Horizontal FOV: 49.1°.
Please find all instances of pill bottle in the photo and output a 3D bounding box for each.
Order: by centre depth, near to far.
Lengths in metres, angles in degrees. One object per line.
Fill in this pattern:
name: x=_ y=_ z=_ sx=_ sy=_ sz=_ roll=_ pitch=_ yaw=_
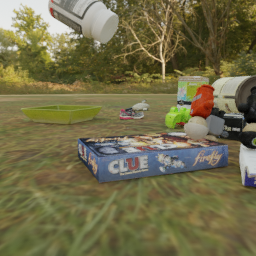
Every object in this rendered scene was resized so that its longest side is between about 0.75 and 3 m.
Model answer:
pill bottle: x=-1.452 y=-3.739 z=9.246 sx=2.127 sy=1.211 sz=1.211 roll=34 pitch=17 yaw=12

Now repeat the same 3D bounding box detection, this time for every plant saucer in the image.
plant saucer: x=-2.408 y=-0.520 z=10.503 sx=2.200 sy=0.527 sz=2.197 roll=4 pitch=9 yaw=22

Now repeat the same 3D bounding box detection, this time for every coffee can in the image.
coffee can: x=4.645 y=-1.300 z=11.649 sx=1.697 sy=1.697 sz=2.319 roll=-2 pitch=9 yaw=-11

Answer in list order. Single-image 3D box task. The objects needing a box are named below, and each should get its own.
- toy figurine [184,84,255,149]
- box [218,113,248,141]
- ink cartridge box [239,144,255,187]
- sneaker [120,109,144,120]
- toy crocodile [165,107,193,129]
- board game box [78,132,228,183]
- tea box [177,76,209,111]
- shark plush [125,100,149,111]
toy figurine: x=1.791 y=-0.029 z=4.863 sx=1.420 sy=0.988 sz=1.398 roll=7 pitch=-19 yaw=30
box: x=2.867 y=-0.066 z=7.333 sx=1.288 sy=0.555 sz=1.055 roll=-6 pitch=10 yaw=-37
ink cartridge box: x=2.388 y=0.582 z=3.648 sx=1.716 sy=0.349 sz=1.720 roll=3 pitch=9 yaw=20
sneaker: x=0.177 y=-0.562 z=11.215 sx=1.086 sy=0.405 sz=0.438 roll=-5 pitch=10 yaw=-33
toy crocodile: x=1.920 y=-0.347 z=9.329 sx=0.707 sy=0.646 sz=2.093 roll=10 pitch=9 yaw=32
board game box: x=0.355 y=0.405 z=4.759 sx=2.149 sy=0.372 sz=1.456 roll=-3 pitch=9 yaw=-21
tea box: x=3.226 y=-1.643 z=13.861 sx=1.196 sy=1.760 sz=1.789 roll=4 pitch=10 yaw=24
shark plush: x=0.547 y=-1.032 z=15.190 sx=1.326 sy=0.602 sz=0.552 roll=-22 pitch=-9 yaw=-8
